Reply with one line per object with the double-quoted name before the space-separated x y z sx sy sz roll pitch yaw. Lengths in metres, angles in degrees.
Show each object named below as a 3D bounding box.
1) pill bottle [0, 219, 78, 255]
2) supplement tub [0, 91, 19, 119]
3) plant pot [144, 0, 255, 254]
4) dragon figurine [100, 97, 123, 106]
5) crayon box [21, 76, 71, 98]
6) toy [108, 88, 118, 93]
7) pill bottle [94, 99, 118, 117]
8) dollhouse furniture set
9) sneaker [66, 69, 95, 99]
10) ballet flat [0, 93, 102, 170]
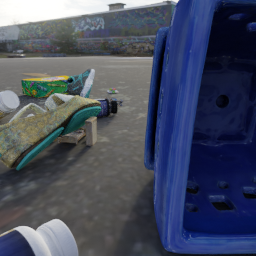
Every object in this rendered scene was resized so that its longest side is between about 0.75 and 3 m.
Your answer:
"pill bottle" -1.015 1.218 2.287 0.648 0.648 1.167 15 22 41
"supplement tub" -3.581 -0.646 7.943 0.878 0.638 0.638 -22 5 30
"plant pot" 1.546 -0.190 3.695 2.607 2.607 2.344 2 12 -7
"dragon figurine" -0.556 -0.893 9.489 0.447 0.265 0.900 11 1 -44
"crayon box" -3.332 -1.868 12.412 1.337 0.656 2.252 15 23 41
"toy" -0.701 -1.742 12.848 0.447 0.183 0.776 -2 17 -9
"pill bottle" -0.826 -0.613 8.523 0.957 0.535 0.535 -4 17 -16
"dollhouse furniture set" -1.332 0.000 6.449 1.281 0.567 0.664 3 17 11
"sneaker" -1.765 -1.746 10.389 0.934 0.794 2.047 15 29 -9
"ballet flat" -1.553 -0.202 5.766 1.006 1.006 2.846 8 27 25
